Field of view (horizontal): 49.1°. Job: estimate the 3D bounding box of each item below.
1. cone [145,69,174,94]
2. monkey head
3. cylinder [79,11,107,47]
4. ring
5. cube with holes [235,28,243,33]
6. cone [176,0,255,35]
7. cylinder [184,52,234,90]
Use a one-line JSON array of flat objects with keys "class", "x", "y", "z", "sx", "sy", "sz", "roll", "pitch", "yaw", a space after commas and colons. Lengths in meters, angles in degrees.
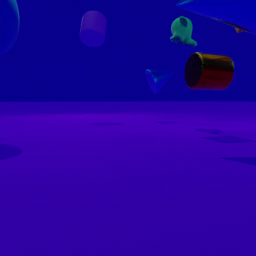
[{"class": "cone", "x": 1.406, "y": -2.086, "z": 11.424, "sx": 1.043, "sy": 1.039, "sz": 1.039, "roll": -24, "pitch": 10, "yaw": -8}, {"class": "monkey head", "x": 1.887, "y": -3.154, "z": 9.193, "sx": 0.982, "sy": 0.823, "sz": 1.365, "roll": 23, "pitch": 12, "yaw": 11}, {"class": "cylinder", "x": -1.429, "y": -4.083, "z": 11.577, "sx": 1.028, "sy": 1.028, "sz": 1.028, "roll": 3, "pitch": -26, "yaw": 1}, {"class": "ring", "x": -3.090, "y": -2.520, "z": 5.970, "sx": 1.886, "sy": 1.886, "sz": 0.377, "roll": 3, "pitch": 26, "yaw": 28}, {"class": "cube with holes", "x": 3.139, "y": -3.260, "z": 7.011, "sx": 1.030, "sy": 1.030, "sz": 1.030, "roll": -20, "pitch": -17, "yaw": 3}, {"class": "cone", "x": 1.563, "y": -2.325, "z": 5.009, "sx": 1.476, "sy": 1.470, "sz": 1.470, "roll": 2, "pitch": 6, "yaw": 27}, {"class": "cylinder", "x": 1.972, "y": -1.377, "z": 6.872, "sx": 0.873, "sy": 0.873, "sz": 0.873, "roll": 0, "pitch": 6, "yaw": -19}]
